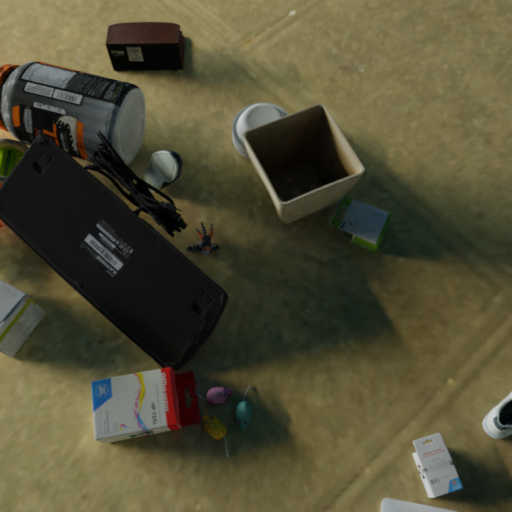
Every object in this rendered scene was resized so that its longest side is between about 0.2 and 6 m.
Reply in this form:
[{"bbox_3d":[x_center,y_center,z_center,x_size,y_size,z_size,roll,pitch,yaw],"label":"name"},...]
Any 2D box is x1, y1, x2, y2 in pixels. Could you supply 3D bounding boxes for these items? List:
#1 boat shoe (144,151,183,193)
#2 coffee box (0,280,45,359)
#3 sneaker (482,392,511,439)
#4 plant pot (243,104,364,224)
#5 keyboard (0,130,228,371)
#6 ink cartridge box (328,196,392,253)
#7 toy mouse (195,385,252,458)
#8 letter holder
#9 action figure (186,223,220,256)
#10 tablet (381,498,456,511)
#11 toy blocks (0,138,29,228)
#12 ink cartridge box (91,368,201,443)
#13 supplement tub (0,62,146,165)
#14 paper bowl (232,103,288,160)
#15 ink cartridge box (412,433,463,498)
[{"bbox_3d":[-1.753,-1.740,11.050,0.521,1.726,0.653,-31,99,-26],"label":"boat shoe"},{"bbox_3d":[-4.698,1.070,10.141,1.049,1.038,1.050,27,69,11],"label":"coffee box"},{"bbox_3d":[4.765,2.532,9.712,1.822,0.645,0.665,-36,71,-15],"label":"sneaker"},{"bbox_3d":[0.850,-1.623,11.069,1.739,1.540,1.737,-22,68,-11],"label":"plant pot"},{"bbox_3d":[-2.517,-0.330,10.689,4.975,0.986,2.589,41,98,7],"label":"keyboard"},{"bbox_3d":[2.074,-0.648,11.260,1.058,0.401,0.782,24,69,12],"label":"ink cartridge box"},{"bbox_3d":[-0.480,2.657,9.873,1.125,0.245,1.266,-39,72,-16],"label":"toy mouse"},{"bbox_3d":[-2.527,-5.012,12.967,1.640,0.825,1.165,-1,64,0],"label":"letter holder"},{"bbox_3d":[-1.085,-0.295,11.129,0.673,0.352,0.651,-10,67,-1],"label":"action figure"},{"bbox_3d":[2.996,4.787,8.999,2.063,0.141,1.342,10,66,4],"label":"tablet"},{"bbox_3d":[-5.704,-1.051,11.149,2.140,0.932,2.568,3,71,-3],"label":"toy blocks"},{"bbox_3d":[-1.901,2.562,9.729,1.742,0.586,1.012,-10,67,-5],"label":"ink cartridge box"},{"bbox_3d":[-3.870,-2.952,11.541,2.849,1.746,1.746,15,67,7],"label":"supplement tub"},{"bbox_3d":[0.138,-2.721,12.024,1.322,0.688,1.322,0,68,0],"label":"paper bowl"},{"bbox_3d":[3.017,3.529,9.455,0.536,0.309,0.925,-15,67,-6],"label":"ink cartridge box"}]
